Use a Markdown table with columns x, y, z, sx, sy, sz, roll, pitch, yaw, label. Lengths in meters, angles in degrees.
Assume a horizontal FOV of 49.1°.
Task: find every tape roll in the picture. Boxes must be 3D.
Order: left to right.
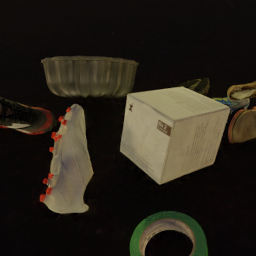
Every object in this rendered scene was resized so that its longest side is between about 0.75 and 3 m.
| x | y | z | sx | sy | sz | roll | pitch | yaw | label |
| --- | --- | --- | --- | --- | --- | --- | --- | --- | --- |
| 0.756 | 2.236 | 5.256 | 1.418 | 0.341 | 1.418 | -11 | 32 | 7 | tape roll |

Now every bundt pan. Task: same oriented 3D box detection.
| x | y | z | sx | sy | sz | roll | pitch | yaw | label |
| --- | --- | --- | --- | --- | --- | --- | --- | --- | --- |
| -1.102 | -1.405 | 8.208 | 2.776 | 1.042 | 2.776 | 2 | 7 | 0 | bundt pan |

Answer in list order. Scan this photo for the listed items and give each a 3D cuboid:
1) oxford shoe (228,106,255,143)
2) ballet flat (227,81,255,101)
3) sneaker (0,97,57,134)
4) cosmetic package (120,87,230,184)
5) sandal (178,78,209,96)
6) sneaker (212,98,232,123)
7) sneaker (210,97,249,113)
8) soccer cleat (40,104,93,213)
| x | y | z | sx | sy | sz | roll | pitch | yaw | label |
| --- | --- | --- | --- | --- | --- | --- | --- | --- | --- |
| 3.443 | -0.133 | 7.406 | 2.176 | 0.766 | 0.814 | -25 | 24 | -35 | oxford shoe |
| 3.275 | -0.949 | 7.274 | 1.410 | 0.497 | 0.460 | -12 | 26 | 41 | ballet flat |
| -3.075 | -0.333 | 7.625 | 2.191 | 1.071 | 0.775 | 10 | 80 | 13 | sneaker |
| 1.031 | 0.059 | 6.464 | 1.846 | 1.523 | 1.522 | -12 | 32 | -34 | cosmetic package |
| 2.135 | -1.133 | 8.685 | 0.874 | 0.628 | 2.202 | 1 | 16 | 26 | sandal |
| 1.864 | -0.315 | 7.888 | 2.071 | 0.858 | 0.734 | -7 | 3 | 11 | sneaker |
| 2.866 | -0.665 | 8.522 | 1.583 | 0.574 | 0.569 | -9 | 27 | 11 | sneaker |
| -1.279 | 0.665 | 6.570 | 1.045 | 0.933 | 2.693 | 22 | 53 | -27 | soccer cleat |
